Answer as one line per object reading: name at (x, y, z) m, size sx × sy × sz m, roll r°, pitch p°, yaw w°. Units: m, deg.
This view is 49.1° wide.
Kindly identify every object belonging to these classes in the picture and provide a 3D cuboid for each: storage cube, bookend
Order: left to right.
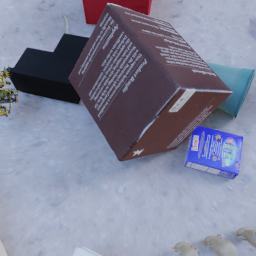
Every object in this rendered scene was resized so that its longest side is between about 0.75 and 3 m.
bookend at (-2.354, -2.127, 9.207) m, size 2.224 × 1.025 × 2.210 m, roll 12°, pitch 60°, yaw 9°
storage cube at (-0.285, -5.431, 10.141) m, size 2.439 × 2.565 × 2.853 m, roll 8°, pitch 62°, yaw 4°

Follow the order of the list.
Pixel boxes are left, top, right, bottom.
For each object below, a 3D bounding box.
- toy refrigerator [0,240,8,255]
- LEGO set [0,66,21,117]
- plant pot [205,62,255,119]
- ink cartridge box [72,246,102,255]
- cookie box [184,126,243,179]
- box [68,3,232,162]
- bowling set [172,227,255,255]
toy refrigerator at (-3.843, 2.614, 6.601) m, size 1.123 × 1.035 × 2.958 m, roll -31°, pitch 66°, yaw -16°
LEGO set at (-3.445, -1.051, 8.030) m, size 0.796 × 1.374 × 1.056 m, roll -11°, pitch 29°, yaw -31°
plant pot at (2.871, -1.270, 8.560) m, size 1.507 × 1.538 × 1.538 m, roll 23°, pitch 64°, yaw 21°
ink cartridge box at (-0.728, 4.194, 5.652) m, size 2.013 × 1.168 × 2.790 m, roll 21°, pitch 63°, yaw 11°
cookie box at (2.425, 0.662, 7.953) m, size 1.415 × 0.532 × 1.210 m, roll 15°, pitch 62°, yaw 8°
box at (0.461, -1.146, 7.363) m, size 2.433 × 2.458 × 2.963 m, roll -6°, pitch 54°, yaw -46°
bowling set at (2.194, 3.224, 6.394) m, size 2.228 × 1.196 × 1.551 m, roll -6°, pitch 80°, yaw -5°
